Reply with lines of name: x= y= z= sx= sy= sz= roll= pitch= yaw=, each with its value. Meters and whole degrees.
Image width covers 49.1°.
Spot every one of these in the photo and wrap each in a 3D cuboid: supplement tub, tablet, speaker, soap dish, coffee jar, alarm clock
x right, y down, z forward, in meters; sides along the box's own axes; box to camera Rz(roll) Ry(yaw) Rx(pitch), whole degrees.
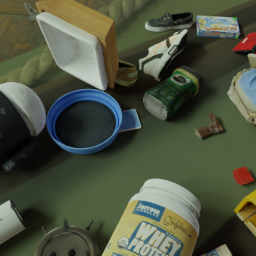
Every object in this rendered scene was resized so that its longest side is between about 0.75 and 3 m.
supplement tub: x=0.513 y=2.429 z=5.930 sx=1.668 sy=1.668 sz=2.307 roll=21 pitch=56 yaw=15
tablet: x=-0.260 y=-0.194 z=8.966 sx=1.238 sy=0.085 sz=0.806 roll=-12 pitch=54 yaw=-8
speaker: x=-3.444 y=2.532 z=6.408 sx=1.986 sy=0.807 sz=0.807 roll=-31 pitch=58 yaw=-22
soap dish: x=-1.327 y=-2.474 z=8.409 sx=2.174 sy=2.763 sz=1.122 roll=29 pitch=74 yaw=11
coffee jar: x=1.539 y=-1.207 z=9.244 sx=2.040 sy=0.870 sz=1.064 roll=-39 pitch=60 yaw=-25
alarm clock: x=-1.304 y=3.119 z=6.060 sx=1.485 sy=0.733 sz=2.202 roll=-7 pitch=56 yaw=-5

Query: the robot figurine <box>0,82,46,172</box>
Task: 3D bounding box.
robot figurine: x=-3.743 y=-0.036 z=7.802 sx=2.925 sy=2.198 sz=1.825 roll=-38 pitch=32 yaw=-25

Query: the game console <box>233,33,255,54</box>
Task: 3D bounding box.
game console: x=5.218 y=-3.108 z=11.171 sx=1.580 sy=0.938 sz=1.362 roll=-42 pitch=32 yaw=-28

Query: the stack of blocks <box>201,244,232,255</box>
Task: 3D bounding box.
stack of blocks: x=2.040 y=3.548 z=5.795 sx=1.044 sy=0.531 sz=1.814 roll=-20 pitch=55 yaw=-14

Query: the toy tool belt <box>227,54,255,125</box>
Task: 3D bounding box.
toy tool belt: x=4.397 y=-0.865 z=8.436 sx=1.756 sy=1.729 sz=2.813 roll=-24 pitch=56 yaw=-17

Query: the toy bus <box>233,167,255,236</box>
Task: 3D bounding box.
toy bus: x=3.923 y=1.681 z=6.743 sx=2.408 sy=1.319 sz=2.552 roll=9 pitch=53 yaw=7

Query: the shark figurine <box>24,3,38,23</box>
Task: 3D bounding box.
shark figurine: x=-4.087 y=-4.832 z=12.398 sx=0.555 sy=0.795 sz=1.330 roll=-45 pitch=80 yaw=-1

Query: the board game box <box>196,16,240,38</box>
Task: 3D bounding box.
board game box: x=3.833 y=-4.340 z=12.019 sx=1.712 sy=0.295 sz=1.159 roll=4 pitch=53 yaw=3

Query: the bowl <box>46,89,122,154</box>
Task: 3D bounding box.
bowl: x=-1.324 y=-0.220 z=8.659 sx=2.297 sy=0.451 sz=2.297 roll=0 pitch=55 yaw=0

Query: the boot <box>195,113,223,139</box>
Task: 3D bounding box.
boot: x=2.415 y=-0.068 z=8.778 sx=0.860 sy=0.276 sz=0.801 roll=-18 pitch=53 yaw=-8

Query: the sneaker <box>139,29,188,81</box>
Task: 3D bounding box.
sneaker: x=1.382 y=-2.947 z=10.517 sx=1.101 sy=1.015 sz=2.753 roll=25 pitch=56 yaw=20

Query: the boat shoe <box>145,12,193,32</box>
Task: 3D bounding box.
boat shoe: x=1.787 y=-4.626 z=11.990 sx=2.086 sy=0.691 sz=0.729 roll=-3 pitch=52 yaw=-2

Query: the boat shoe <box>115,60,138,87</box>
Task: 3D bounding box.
boat shoe: x=-0.798 y=-2.322 z=10.053 sx=2.492 sy=0.949 sz=0.893 roll=17 pitch=54 yaw=13
